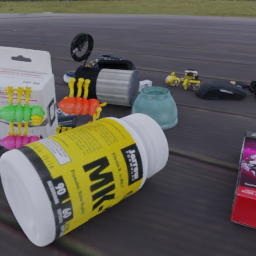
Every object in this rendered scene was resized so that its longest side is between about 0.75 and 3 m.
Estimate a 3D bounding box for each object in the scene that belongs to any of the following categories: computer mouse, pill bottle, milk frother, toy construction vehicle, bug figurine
[{"bbox_3d":[4.300,-1.764,11.750,2.848,0.655,2.000,6,28,10],"label":"computer mouse"},{"bbox_3d":[-0.709,0.773,5.521,2.994,1.711,1.711,-22,34,-37],"label":"pill bottle"},{"bbox_3d":[-0.820,-2.077,10.188,2.222,2.362,2.132,7,71,15],"label":"milk frother"},{"bbox_3d":[2.587,-2.145,12.784,1.574,0.554,1.371,8,39,21],"label":"toy construction vehicle"},{"bbox_3d":[-1.516,-0.003,5.489,1.861,2.399,0.617,1,60,-22],"label":"bug figurine"}]

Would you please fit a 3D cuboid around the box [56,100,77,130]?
[{"bbox_3d":[-2.693,-0.484,8.829,1.782,0.455,1.405,32,31,35],"label":"box"}]

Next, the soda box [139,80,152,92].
[{"bbox_3d":[0.554,-1.811,12.206,1.027,0.327,0.350,-19,32,-33],"label":"soda box"}]

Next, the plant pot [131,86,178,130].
[{"bbox_3d":[0.878,-0.749,9.276,1.594,1.068,1.594,0,27,0],"label":"plant pot"}]

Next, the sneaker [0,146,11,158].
[{"bbox_3d":[-3.848,0.623,6.716,2.314,0.907,0.872,-3,28,-6],"label":"sneaker"}]

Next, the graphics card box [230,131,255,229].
[{"bbox_3d":[3.319,1.082,6.012,1.805,0.732,2.877,11,28,22],"label":"graphics card box"}]

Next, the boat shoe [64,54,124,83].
[{"bbox_3d":[-1.543,-2.680,12.781,2.976,1.351,1.053,6,27,12],"label":"boat shoe"}]

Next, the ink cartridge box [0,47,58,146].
[{"bbox_3d":[-2.625,-0.540,6.870,1.520,2.624,0.875,7,36,3],"label":"ink cartridge box"}]
